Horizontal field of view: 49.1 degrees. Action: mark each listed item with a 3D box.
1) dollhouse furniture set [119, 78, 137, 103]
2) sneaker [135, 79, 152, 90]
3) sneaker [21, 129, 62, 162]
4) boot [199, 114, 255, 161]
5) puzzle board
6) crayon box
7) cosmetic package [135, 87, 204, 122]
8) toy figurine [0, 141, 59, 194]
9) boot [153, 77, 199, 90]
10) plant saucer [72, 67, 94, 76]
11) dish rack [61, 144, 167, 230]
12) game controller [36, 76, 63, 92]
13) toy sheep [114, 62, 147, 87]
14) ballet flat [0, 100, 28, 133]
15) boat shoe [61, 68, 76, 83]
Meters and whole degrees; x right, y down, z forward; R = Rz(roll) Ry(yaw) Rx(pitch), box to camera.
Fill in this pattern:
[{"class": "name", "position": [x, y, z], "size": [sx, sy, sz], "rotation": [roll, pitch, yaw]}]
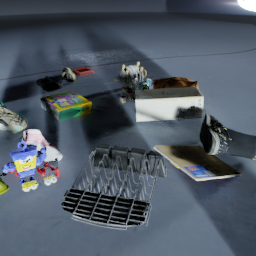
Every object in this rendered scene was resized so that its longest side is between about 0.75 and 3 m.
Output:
[{"class": "dollhouse furniture set", "position": [-0.078, -2.007, 13.455], "size": [1.169, 1.047, 1.475], "rotation": [-13, 31, -23]}, {"class": "sneaker", "position": [0.937, -2.121, 14.294], "size": [1.205, 0.479, 0.787], "rotation": [-31, 38, -29]}, {"class": "sneaker", "position": [-2.590, 0.491, 8.485], "size": [0.549, 1.458, 0.762], "rotation": [-34, 51, 16]}, {"class": "boot", "position": [3.467, 0.329, 9.466], "size": [1.860, 0.889, 2.462], "rotation": [11, 24, 4]}, {"class": "puzzle board", "position": [2.017, 0.989, 8.105], "size": [2.238, 0.195, 1.686], "rotation": [4, 25, -41]}, {"class": "crayon box", "position": [-2.691, -0.998, 12.147], "size": [1.550, 0.524, 1.796], "rotation": [-19, 34, -34]}, {"class": "cosmetic package", "position": [1.593, -0.986, 11.358], "size": [2.626, 0.960, 1.359], "rotation": [-3, 25, 0]}, {"class": "toy figurine", "position": [-3.028, 0.924, 7.640], "size": [2.174, 1.303, 1.147], "rotation": [-12, 30, -29]}, {"class": "boot", "position": [2.221, -1.902, 13.318], "size": [2.027, 1.001, 2.611], "rotation": [-1, 29, -1]}, {"class": "plant saucer", "position": [-2.732, -3.464, 17.050], "size": [1.024, 0.188, 1.026], "rotation": [-20, 34, -32]}, {"class": "dish rack", "position": [-0.269, 1.492, 7.357], "size": [2.291, 0.815, 2.987], "rotation": [6, 31, 13]}, {"class": "game controller", "position": [-4.192, -2.338, 14.904], "size": [0.938, 0.379, 1.799], "rotation": [-33, 40, -23]}, {"class": "toy sheep", "position": [0.130, -2.722, 14.609], "size": [1.864, 1.285, 1.285], "rotation": [-12, 31, -19]}, {"class": "ballet flat", "position": [-4.867, -0.432, 10.956], "size": [2.449, 0.831, 0.922], "rotation": [28, 58, 38]}, {"class": "boat shoe", "position": [-3.436, -2.972, 15.690], "size": [0.547, 0.618, 1.689], "rotation": [-12, 30, -31]}]
